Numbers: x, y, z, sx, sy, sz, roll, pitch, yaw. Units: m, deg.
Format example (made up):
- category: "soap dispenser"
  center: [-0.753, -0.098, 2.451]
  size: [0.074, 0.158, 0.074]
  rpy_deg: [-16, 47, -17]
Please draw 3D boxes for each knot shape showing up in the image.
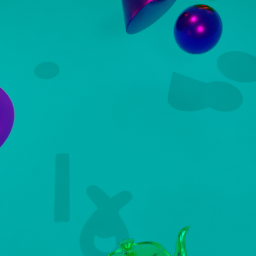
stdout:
- category: "knot shape"
  center: [-2.425, -0.107, 3.776]
  size: [0.895, 1.813, 1.938]
  rpy_deg: [-24, 71, 35]

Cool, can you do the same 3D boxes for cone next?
- category: "cone"
  center: [0.146, -3.228, 6.388]
  size: [1.486, 1.486, 1.492]
  rpy_deg: [-34, 89, -18]

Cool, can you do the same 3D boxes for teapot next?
- category: "teapot"
  center: [0.138, 1.609, 3.079]
  size: [1.639, 1.019, 0.803]
  rpy_deg: [-14, 85, -28]

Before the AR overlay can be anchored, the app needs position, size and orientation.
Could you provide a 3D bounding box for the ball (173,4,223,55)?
- category: "ball"
  center: [1.681, -2.363, 6.761]
  size: [1.156, 1.156, 1.156]
  rpy_deg: [0, 60, 0]
